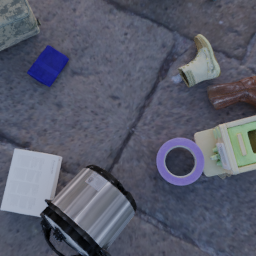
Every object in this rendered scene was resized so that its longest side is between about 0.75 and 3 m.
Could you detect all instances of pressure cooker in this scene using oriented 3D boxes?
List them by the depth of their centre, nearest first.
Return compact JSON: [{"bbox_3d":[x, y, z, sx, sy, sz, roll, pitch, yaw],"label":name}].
[{"bbox_3d":[-1.418,2.921,9.297,2.806,2.468,2.506,-47,110,-26],"label":"pressure cooker"}]

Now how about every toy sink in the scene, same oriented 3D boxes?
[{"bbox_3d":[4.019,0.651,10.170,2.773,1.553,1.807,-14,83,6],"label":"toy sink"}]

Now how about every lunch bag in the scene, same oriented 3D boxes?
[{"bbox_3d":[-4.859,-4.043,10.828,2.628,2.204,1.831,-25,81,-5],"label":"lunch bag"}]

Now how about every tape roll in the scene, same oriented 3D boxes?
[{"bbox_3d":[1.965,1.269,10.583,1.745,0.742,1.745,-1,82,10],"label":"tape roll"}]

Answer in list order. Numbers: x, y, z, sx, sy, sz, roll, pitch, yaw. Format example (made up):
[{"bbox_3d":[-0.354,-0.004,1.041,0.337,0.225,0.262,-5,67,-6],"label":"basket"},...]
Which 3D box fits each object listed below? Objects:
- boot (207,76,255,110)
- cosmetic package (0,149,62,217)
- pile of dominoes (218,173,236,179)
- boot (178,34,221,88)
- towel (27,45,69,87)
[{"bbox_3d":[4.337,-0.962,11.073,2.206,0.709,2.056,-14,68,-5],"label":"boot"},{"bbox_3d":[-3.625,2.075,10.648,1.750,0.600,2.321,10,81,5],"label":"cosmetic package"},{"bbox_3d":[4.092,1.075,11.071,1.911,0.304,1.489,-24,82,5],"label":"pile of dominoes"},{"bbox_3d":[2.711,-2.731,11.382,1.500,0.699,1.940,-22,83,-2],"label":"boot"},{"bbox_3d":[-3.268,-2.532,11.536,1.109,0.372,1.501,33,82,-2],"label":"towel"}]
